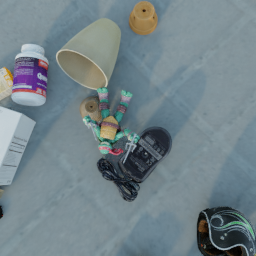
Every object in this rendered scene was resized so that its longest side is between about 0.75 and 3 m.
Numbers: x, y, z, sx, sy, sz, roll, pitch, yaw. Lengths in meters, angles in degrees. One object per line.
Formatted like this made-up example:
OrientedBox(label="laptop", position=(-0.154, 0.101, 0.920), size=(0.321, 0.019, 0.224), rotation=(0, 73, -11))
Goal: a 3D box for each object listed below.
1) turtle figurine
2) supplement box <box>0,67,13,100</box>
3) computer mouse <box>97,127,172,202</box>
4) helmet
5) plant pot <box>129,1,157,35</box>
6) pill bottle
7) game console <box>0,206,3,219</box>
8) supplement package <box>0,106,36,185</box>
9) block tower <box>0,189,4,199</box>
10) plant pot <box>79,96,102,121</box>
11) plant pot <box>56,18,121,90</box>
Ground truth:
OrientedBox(label="turtle figurine", position=(-0.645, -0.081, 9.781), size=(1.951, 1.312, 2.607), rotation=(14, 68, -16))
OrientedBox(label="supplement box", position=(-4.917, -1.529, 10.448), size=(1.372, 0.504, 0.865), rotation=(-31, 80, -5))
OrientedBox(label="computer mouse", position=(0.397, 1.054, 9.954), size=(2.737, 0.721, 1.895), rotation=(-44, 83, 4))
OrientedBox(label="helmet", position=(3.199, 3.425, 8.965), size=(1.689, 1.772, 1.772), rotation=(5, 80, -3))
OrientedBox(label="plant pot", position=(0.597, -4.315, 10.809), size=(1.142, 0.800, 1.142), rotation=(0, 79, 1))
OrientedBox(label="pill bottle", position=(-3.529, -1.913, 10.184), size=(1.167, 1.167, 2.075), rotation=(2, 81, 0))
OrientedBox(label="game console", position=(-4.890, 2.676, 9.875), size=(0.754, 0.154, 1.278), rotation=(-16, 80, -3))
OrientedBox(label="supplement package", position=(-4.492, 0.554, 9.589), size=(1.483, 1.465, 2.447), rotation=(18, 80, 3))
OrientedBox(label="block tower", position=(-5.260, 2.039, 9.710), size=(1.777, 0.514, 0.480), rotation=(23, 87, 11))
OrientedBox(label="plant pot", position=(-1.320, -0.729, 10.338), size=(0.987, 0.456, 0.987), rotation=(0, 80, -1))
OrientedBox(label="plant pot", position=(-1.148, -2.849, 10.108), size=(2.006, 2.006, 2.142), rotation=(26, 69, 5))
